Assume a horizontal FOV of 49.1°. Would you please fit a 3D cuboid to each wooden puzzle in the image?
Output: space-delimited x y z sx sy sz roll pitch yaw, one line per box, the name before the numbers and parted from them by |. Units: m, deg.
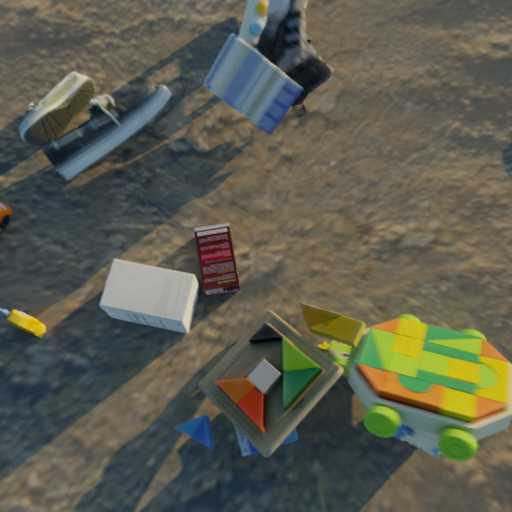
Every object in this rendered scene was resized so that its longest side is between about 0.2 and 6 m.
wooden puzzle | 0.177 1.943 9.137 2.121 0.368 3.145 26 71 39

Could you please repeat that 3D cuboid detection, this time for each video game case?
video game case | 0.116 2.793 9.418 0.969 0.220 0.878 -16 72 -6

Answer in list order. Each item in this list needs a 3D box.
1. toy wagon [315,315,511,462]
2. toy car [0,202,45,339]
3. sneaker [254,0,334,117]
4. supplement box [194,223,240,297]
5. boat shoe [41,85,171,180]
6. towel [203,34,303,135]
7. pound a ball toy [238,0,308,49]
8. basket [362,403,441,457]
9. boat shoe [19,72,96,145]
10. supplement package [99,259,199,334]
toy wagon | 2.393 1.835 8.888 3.094 0.612 2.400 13 37 18
toy car | -4.567 -0.001 10.017 2.961 0.985 1.452 39 75 13
sneaker | 0.865 -4.160 10.849 1.618 1.073 2.843 22 105 -2
supplement box | -0.721 0.070 10.307 0.675 0.378 1.240 -9 70 -4
boat shoe | -2.890 -2.618 10.818 2.676 0.988 0.914 -38 112 -4
towel | -0.090 -3.215 10.583 1.687 1.239 0.201 37 40 -3
pound a ball toy | 0.419 -5.129 11.870 1.288 0.839 1.976 12 75 4
basket | 2.582 2.323 9.051 1.536 1.068 1.354 30 47 11
boat shoe | -4.062 -2.982 11.268 0.611 0.702 1.905 31 69 17
supplement package | -1.831 0.719 9.806 1.465 0.878 0.889 12 71 4
